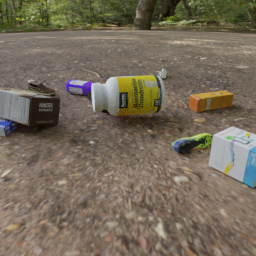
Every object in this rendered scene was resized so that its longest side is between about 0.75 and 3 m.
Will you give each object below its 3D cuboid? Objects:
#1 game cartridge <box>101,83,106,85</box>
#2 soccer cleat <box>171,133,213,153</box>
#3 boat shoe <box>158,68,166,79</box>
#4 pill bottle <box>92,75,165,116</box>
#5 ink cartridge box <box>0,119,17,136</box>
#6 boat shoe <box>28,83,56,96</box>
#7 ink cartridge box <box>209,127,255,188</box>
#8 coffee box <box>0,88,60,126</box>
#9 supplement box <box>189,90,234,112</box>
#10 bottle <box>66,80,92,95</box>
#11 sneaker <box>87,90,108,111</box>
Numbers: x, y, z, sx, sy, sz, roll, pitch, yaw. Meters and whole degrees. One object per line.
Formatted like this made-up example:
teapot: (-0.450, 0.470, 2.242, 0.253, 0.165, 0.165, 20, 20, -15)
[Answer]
game cartridge: (-1.523, -2.325, 16.353, 1.261, 0.205, 1.112, -15, 29, -24)
soccer cleat: (2.274, 0.469, 9.866, 1.673, 0.541, 0.700, -13, 20, -28)
boat shoe: (2.281, -3.590, 18.967, 0.436, 0.514, 1.412, -37, 15, 31)
pill bottle: (-0.025, -1.382, 12.034, 2.950, 1.652, 1.652, -5, 25, -11)
ink cartridge box: (-5.437, -0.063, 11.188, 1.682, 0.372, 0.791, 6, 26, 11)
boat shoe: (-4.809, -2.170, 15.465, 1.686, 0.624, 0.623, 7, 26, 14)
ink cartridge box: (3.419, 0.808, 8.395, 1.114, 1.109, 1.518, -18, 30, -36)
coffee box: (-4.432, -0.937, 11.719, 2.827, 1.127, 1.617, 14, 11, 27)
supplement box: (4.032, -1.312, 13.525, 2.135, 0.734, 0.710, -11, 28, -20)
bottle: (-2.334, -2.196, 15.425, 2.145, 0.700, 0.896, 11, 26, 22)
sneaker: (-1.352, -1.335, 13.436, 0.868, 0.826, 2.191, -24, 33, -38)
